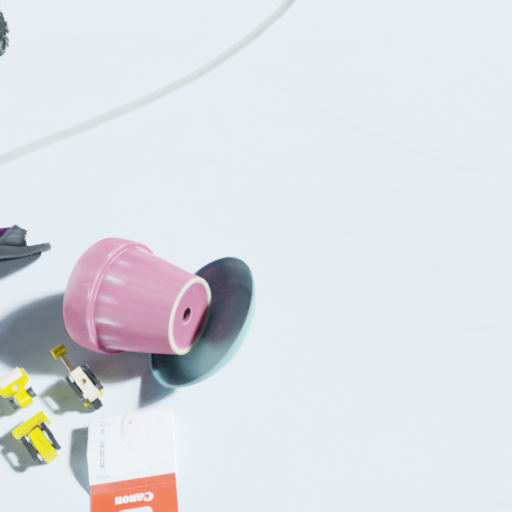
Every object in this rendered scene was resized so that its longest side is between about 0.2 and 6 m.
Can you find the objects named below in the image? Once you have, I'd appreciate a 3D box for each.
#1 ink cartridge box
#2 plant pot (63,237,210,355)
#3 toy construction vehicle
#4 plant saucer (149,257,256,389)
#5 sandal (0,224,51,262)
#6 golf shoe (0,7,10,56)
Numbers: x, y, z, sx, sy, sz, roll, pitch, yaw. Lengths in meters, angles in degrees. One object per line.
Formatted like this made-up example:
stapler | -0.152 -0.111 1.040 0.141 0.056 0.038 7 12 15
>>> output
ink cartridge box | -1.325 2.257 6.011 0.939 0.330 1.156 -7 42 -7
plant pot | -1.322 0.578 6.708 1.286 1.437 1.437 13 47 22
toy construction vehicle | -2.350 1.695 6.503 1.049 0.424 1.205 -38 60 -24
plant saucer | -0.591 0.835 6.811 1.764 0.317 1.764 -31 38 28
sandal | -3.385 -0.173 7.386 0.755 0.481 2.009 -10 1 10
golf shoe | -6.272 -4.638 12.013 1.405 1.156 2.974 -1 45 -1
